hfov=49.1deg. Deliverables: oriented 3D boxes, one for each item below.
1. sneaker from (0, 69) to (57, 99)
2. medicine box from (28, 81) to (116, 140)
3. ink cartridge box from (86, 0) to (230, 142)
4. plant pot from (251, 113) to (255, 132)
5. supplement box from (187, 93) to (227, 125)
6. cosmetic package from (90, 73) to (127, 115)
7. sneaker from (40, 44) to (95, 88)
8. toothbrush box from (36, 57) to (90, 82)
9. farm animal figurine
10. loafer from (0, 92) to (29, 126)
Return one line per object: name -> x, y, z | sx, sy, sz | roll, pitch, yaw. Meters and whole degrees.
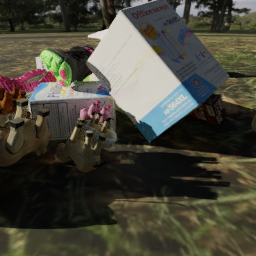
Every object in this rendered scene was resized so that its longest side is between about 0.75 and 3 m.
sneaker -> -3.349, -0.891, 8.244 | 2.551, 1.125, 1.038 | -15, 51, -27
medicine box -> -1.399, -0.538, 7.361 | 2.001, 1.030, 1.823 | -3, 22, -8
ink cartridge box -> 0.540, -1.459, 6.366 | 1.747, 2.717, 1.702 | -38, -2, -42
plant pot -> 4.265, -0.904, 6.798 | 2.004, 2.140, 2.004 | 1, 22, 0
supplement box -> 1.978, -0.669, 7.897 | 0.443, 0.792, 1.456 | -47, 40, -16
cosmetic package -> -0.164, -1.377, 8.905 | 0.982, 1.454, 2.763 | -14, 27, -32
sneaker -> -1.459, -1.822, 7.542 | 1.221, 1.118, 2.914 | -39, 11, 5
toothbrush box -> -1.848, -2.332, 11.424 | 2.943, 1.267, 2.143 | 8, 23, 23
farm animal figurine -> -1.418, 0.182, 5.504 | 2.441, 1.228, 1.971 | 10, 24, -19
loafer -> -2.915, -0.148, 6.698 | 0.956, 0.836, 2.660 | 38, 11, -20
